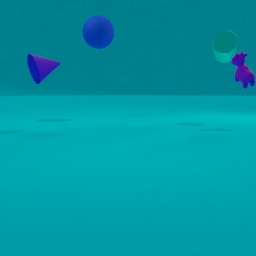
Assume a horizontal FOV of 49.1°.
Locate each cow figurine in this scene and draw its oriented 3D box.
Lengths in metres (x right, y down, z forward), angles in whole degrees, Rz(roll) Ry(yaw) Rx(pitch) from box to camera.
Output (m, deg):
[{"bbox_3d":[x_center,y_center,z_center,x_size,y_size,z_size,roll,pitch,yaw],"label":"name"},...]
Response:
[{"bbox_3d":[3.464,-1.763,8.419,0.511,0.915,0.930,-20,44,-1],"label":"cow figurine"}]

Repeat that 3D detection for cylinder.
[{"bbox_3d":[3.476,-2.895,10.035,0.862,0.862,0.862,3,-7,20],"label":"cylinder"}]

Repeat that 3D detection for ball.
[{"bbox_3d":[-1.205,-3.909,11.437,1.301,1.301,1.301,0,7,0],"label":"ball"}]

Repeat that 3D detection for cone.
[{"bbox_3d":[-2.331,-1.800,8.124,0.869,0.865,0.865,-22,18,-30],"label":"cone"}]
